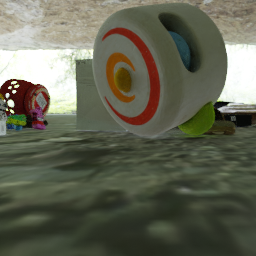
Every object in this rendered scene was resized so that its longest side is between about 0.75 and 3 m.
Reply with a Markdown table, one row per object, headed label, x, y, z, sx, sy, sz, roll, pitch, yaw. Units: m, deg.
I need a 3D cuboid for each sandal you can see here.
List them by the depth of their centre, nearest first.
| label | x | y | z | sx | sy | sz | roll | pitch | yaw |
| --- | --- | --- | --- | --- | --- | --- | --- | --- | --- |
| sandal | 2.166 | -0.276 | 7.822 | 1.101 | 0.740 | 2.741 | 0 | 4 | -4 |

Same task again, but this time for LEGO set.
| label | x | y | z | sx | sy | sz | roll | pitch | yaw |
| --- | --- | --- | --- | --- | --- | --- | --- | --- | --- |
| LEGO set | -3.181 | -0.481 | 7.535 | 0.813 | 0.875 | 2.133 | -7 | -9 | 16 |

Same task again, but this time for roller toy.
| label | x | y | z | sx | sy | sz | roll | pitch | yaw |
| --- | --- | --- | --- | --- | --- | --- | --- | --- | --- |
| roller toy | 0.527 | -1.269 | 6.177 | 2.046 | 2.671 | 2.928 | -23 | 38 | -34 |

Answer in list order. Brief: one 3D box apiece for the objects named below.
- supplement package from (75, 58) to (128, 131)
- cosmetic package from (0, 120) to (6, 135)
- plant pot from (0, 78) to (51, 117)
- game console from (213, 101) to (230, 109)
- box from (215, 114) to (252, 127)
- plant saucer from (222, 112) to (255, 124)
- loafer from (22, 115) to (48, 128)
| label | x | y | z | sx | sy | sz | roll | pitch | yaw |
| --- | --- | --- | --- | --- | --- | --- | --- | --- | --- |
| supplement package | -0.555 | -0.967 | 8.460 | 1.542 | 2.031 | 1.530 | 1 | 4 | 17 |
| cosmetic package | -3.337 | -0.003 | 6.409 | 0.906 | 0.368 | 0.511 | 1 | 2 | -6 |
| plant pot | -6.067 | -1.610 | 16.648 | 2.249 | 2.470 | 2.470 | 10 | 7 | 20 |
| game console | 3.214 | -1.488 | 14.557 | 1.677 | 2.535 | 2.882 | -39 | 7 | -35 |
| box | 3.891 | -0.297 | 10.512 | 0.818 | 0.457 | 1.159 | -5 | 5 | -27 |
| plant saucer | 5.516 | -0.500 | 13.285 | 2.893 | 0.529 | 2.893 | 0 | 4 | 0 |
| loafer | -3.367 | -0.240 | 9.588 | 1.269 | 0.453 | 0.463 | 0 | 4 | 4 |
